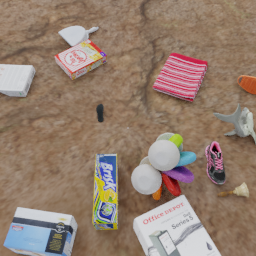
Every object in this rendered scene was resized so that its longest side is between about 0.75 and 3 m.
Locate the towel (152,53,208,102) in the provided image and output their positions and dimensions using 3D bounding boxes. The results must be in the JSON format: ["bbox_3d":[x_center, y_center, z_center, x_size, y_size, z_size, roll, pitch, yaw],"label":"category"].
[{"bbox_3d":[2.460,-2.435,12.876,1.930,0.300,2.669,20,55,14],"label":"towel"}]

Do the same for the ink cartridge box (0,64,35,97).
[{"bbox_3d":[-5.413,-2.182,12.731,1.986,0.497,1.598,2,56,7],"label":"ink cartridge box"}]

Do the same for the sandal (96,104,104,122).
[{"bbox_3d":[-1.178,-0.621,11.833,0.316,0.202,0.842,-1,69,-2],"label":"sandal"}]

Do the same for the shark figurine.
[{"bbox_3d":[4.142,0.009,10.769,1.123,2.692,1.608,-15,83,35],"label":"shark figurine"}]

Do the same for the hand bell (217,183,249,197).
[{"bbox_3d":[3.634,2.259,9.801,1.001,0.521,0.521,-12,56,5],"label":"hand bell"}]

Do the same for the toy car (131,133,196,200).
[{"bbox_3d":[1.297,1.352,9.201,1.728,2.017,2.305,36,105,8],"label":"toy car"}]

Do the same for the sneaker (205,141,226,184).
[{"bbox_3d":[3.232,1.222,10.233,0.645,0.779,1.634,-2,58,-4],"label":"sneaker"}]

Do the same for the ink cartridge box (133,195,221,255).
[{"bbox_3d":[1.493,3.599,8.458,1.822,1.052,2.504,-22,59,-14],"label":"ink cartridge box"}]

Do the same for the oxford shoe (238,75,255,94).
[{"bbox_3d":[5.905,-1.917,12.476,2.051,0.731,0.748,22,40,8],"label":"oxford shoe"}]

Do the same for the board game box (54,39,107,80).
[{"bbox_3d":[-2.247,-3.313,13.439,1.999,0.463,1.514,-34,63,-21],"label":"board game box"}]

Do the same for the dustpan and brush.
[{"bbox_3d":[-2.387,-4.915,14.553,2.011,0.576,1.404,-37,65,-14],"label":"dustpan and brush"}]

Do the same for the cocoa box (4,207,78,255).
[{"bbox_3d":[-2.595,3.280,8.591,1.771,1.181,1.162,7,57,5],"label":"cocoa box"}]

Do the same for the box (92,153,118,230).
[{"bbox_3d":[-0.736,2.122,9.564,0.788,0.859,2.451,-1,57,-1],"label":"box"}]
